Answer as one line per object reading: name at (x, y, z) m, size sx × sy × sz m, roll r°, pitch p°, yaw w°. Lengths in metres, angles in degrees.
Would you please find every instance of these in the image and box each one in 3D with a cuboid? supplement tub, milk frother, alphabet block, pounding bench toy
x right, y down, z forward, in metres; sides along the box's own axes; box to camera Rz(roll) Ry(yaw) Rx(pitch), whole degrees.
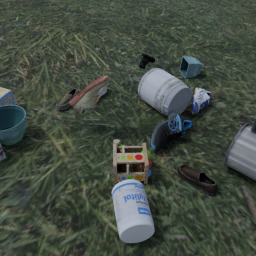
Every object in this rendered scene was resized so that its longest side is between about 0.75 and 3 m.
supplement tub at (0.122, 2.417, 8.269) m, size 1.035 × 1.035 × 1.569 m, roll -8°, pitch 41°, yaw -9°
milk frother at (5.279, 0.879, 9.642) m, size 2.688 × 2.579 × 2.858 m, roll 31°, pitch 7°, yaw 30°
alphabet block at (-5.750, -1.188, 12.446) m, size 0.968 × 0.946 × 0.951 m, roll 17°, pitch 42°, yaw 16°
pounding bench toy at (0.131, 1.022, 9.855) m, size 1.283 × 1.022 × 1.644 m, roll -2°, pitch 41°, yaw -2°

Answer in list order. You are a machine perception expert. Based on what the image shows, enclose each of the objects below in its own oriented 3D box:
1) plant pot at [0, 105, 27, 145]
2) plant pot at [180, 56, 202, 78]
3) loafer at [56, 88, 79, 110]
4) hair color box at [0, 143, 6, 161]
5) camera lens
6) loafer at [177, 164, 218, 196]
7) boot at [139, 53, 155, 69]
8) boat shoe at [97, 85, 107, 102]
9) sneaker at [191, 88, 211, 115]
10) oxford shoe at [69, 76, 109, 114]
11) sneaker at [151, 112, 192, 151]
plant pot at (-4.721, -0.015, 11.005) m, size 1.591 × 1.066 × 1.591 m, roll 0°, pitch 41°, yaw 0°
plant pot at (3.387, -3.246, 14.863) m, size 0.910 × 0.891 × 0.893 m, roll -5°, pitch 41°, yaw -13°
loafer at (-2.825, -1.370, 12.958) m, size 0.558 × 0.517 × 1.485 m, roll 19°, pitch 45°, yaw 20°
hair color box at (-5.960, 0.626, 10.473) m, size 2.624 × 0.796 × 1.299 m, roll 28°, pitch 48°, yaw 27°
camera lens at (1.572, -1.585, 12.377) m, size 1.613 × 1.613 × 2.017 m, roll -28°, pitch 49°, yaw -28°
loafer at (2.387, 1.639, 9.507) m, size 1.538 × 0.549 × 0.561 m, roll 29°, pitch 49°, yaw 29°
boot at (0.905, -3.129, 13.488) m, size 0.902 × 0.674 × 0.339 m, roll 15°, pitch -4°, yaw -38°
boat shoe at (-1.516, -1.679, 13.265) m, size 0.605 × 0.576 × 1.681 m, roll 24°, pitch 46°, yaw 25°
sneaker at (3.335, -1.238, 12.683) m, size 0.810 × 0.692 × 1.839 m, roll 12°, pitch 43°, yaw 14°
oxford shoe at (-1.314, -1.225, 10.487) m, size 0.764 × 2.071 × 0.733 m, roll 51°, pitch 39°, yaw -10°
sneaker at (1.701, 0.124, 10.965) m, size 0.948 × 0.848 × 2.315 m, roll 20°, pitch 45°, yaw 28°
